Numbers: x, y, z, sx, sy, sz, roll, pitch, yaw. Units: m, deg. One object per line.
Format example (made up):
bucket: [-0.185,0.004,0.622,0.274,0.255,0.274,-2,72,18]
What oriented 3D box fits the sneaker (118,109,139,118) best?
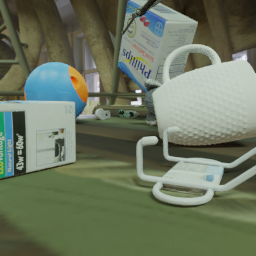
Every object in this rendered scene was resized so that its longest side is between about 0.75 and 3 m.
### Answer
sneaker: [0.086,-0.698,13.998,1.034,0.402,0.723,15,12,34]

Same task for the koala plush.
koala plush: [1.313,-0.856,8.884,2.064,1.831,1.897,11,23,44]

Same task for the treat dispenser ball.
treat dispenser ball: [-2.518,-1.207,9.927,2.190,2.190,2.190,0,6,0]

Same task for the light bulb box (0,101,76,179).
light bulb box: [-1.643,0.074,3.683,1.364,0.859,1.376,5,7,39]

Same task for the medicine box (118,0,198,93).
medicine box: [0.984,-3.145,10.892,1.454,2.825,2.573,-11,41,-30]

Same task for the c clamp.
c clamp: [0.794,-3.359,7.152,2.027,0.274,1.731,-44,8,-30]

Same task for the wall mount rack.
wall mount rack: [0.917,0.282,2.875,1.429,0.613,1.645,3,7,23]

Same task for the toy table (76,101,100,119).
toy table: [-2.034,-0.905,13.572,1.332,0.848,1.449,0,5,1]

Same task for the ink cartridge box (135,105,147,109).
ink cartridge box: [1.669,-0.896,14.164,2.193,0.526,1.596,-7,-9,42]

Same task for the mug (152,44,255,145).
mug: [1.339,-0.638,5.348,1.737,1.981,1.463,-11,-8,5]

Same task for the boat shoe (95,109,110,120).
boat shoe: [-1.216,-0.603,12.383,0.457,0.500,1.390,-4,4,17]
